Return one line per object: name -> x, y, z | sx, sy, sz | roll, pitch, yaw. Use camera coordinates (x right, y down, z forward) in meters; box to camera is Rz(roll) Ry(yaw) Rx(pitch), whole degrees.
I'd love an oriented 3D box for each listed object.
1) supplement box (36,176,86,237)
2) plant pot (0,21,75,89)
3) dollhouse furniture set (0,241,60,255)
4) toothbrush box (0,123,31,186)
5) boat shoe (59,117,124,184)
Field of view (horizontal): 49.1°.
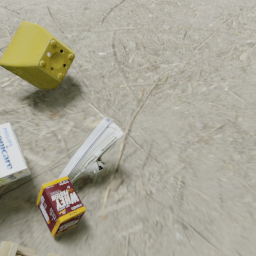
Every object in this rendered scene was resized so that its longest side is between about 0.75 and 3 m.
supplement box -> -1.314, 1.517, 5.426 | 0.528, 0.785, 0.796 | -17, 61, -38
plant pot -> -2.431, -2.011, 8.115 | 1.564, 1.528, 1.518 | 20, 81, 43
dollhouse furniture set -> -2.493, 2.498, 4.351 | 1.527, 2.166, 1.518 | -18, 49, 45
toothbrush box -> -3.246, 0.871, 5.517 | 2.309, 1.681, 0.994 | -22, 84, -21
boat shoe -> -0.810, 0.718, 6.103 | 0.681, 0.692, 1.952 | 38, 95, 0
